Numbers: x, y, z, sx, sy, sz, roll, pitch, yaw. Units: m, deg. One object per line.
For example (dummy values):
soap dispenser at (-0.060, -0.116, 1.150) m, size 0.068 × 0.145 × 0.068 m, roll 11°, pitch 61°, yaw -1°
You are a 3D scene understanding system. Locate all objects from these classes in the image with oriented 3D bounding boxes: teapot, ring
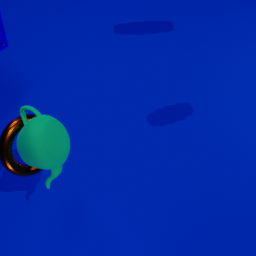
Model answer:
teapot at (-1.637, 0.359, 5.351) m, size 0.824 × 1.046 × 1.682 m, roll -17°, pitch 97°, yaw 22°
ring at (-2.026, 0.360, 5.759) m, size 0.261 × 1.304 × 1.304 m, roll 10°, pitch 68°, yaw 38°

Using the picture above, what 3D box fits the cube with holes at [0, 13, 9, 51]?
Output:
cube with holes at (-3.544, -2.221, 6.272) m, size 1.024 × 1.024 × 1.024 m, roll 26°, pitch 51°, yaw 14°
